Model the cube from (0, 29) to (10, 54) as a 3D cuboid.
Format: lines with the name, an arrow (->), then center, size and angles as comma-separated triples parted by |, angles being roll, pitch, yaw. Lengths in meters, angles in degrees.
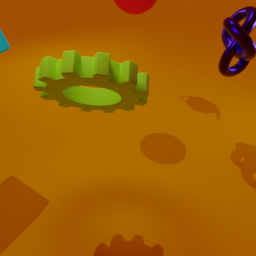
cube -> -3.511, -1.843, 5.507 | 1.342, 1.342, 1.342 | -1, 33, 36

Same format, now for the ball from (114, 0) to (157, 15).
ball -> 0.191, -3.629, 7.258 | 1.275, 1.275, 1.275 | 0, 36, 0

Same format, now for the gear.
gear -> -0.545, -0.638, 4.397 | 1.729, 1.729, 0.320 | 3, 77, 4

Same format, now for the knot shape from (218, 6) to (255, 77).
knot shape -> 2.756, -2.063, 7.064 | 0.812, 1.644, 1.757 | 6, 40, 17
